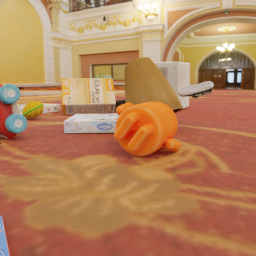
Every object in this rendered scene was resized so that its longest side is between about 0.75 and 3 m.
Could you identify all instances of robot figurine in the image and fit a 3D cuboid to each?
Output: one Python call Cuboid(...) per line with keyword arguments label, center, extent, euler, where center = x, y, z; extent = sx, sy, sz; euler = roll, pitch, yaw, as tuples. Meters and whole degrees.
Cuboid(label="robot figurine", center=(0.424, -0.006, 5.758), extent=(1.271, 1.030, 1.767), euler=(2, 10, 26))

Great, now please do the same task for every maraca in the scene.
Cuboid(label="maraca", center=(-3.700, -0.636, 10.649), extent=(1.161, 0.621, 0.796), euler=(-25, 7, 20))

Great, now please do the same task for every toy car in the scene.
Cuboid(label="toy car", center=(-3.512, -0.315, 6.826), extent=(1.561, 1.381, 1.439), euler=(-16, 7, -35))

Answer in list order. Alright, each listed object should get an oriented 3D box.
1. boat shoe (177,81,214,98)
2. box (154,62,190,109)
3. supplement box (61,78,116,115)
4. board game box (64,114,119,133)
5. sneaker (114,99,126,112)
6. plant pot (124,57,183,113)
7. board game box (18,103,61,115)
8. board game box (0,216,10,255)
Cuboid(label="boat shoe", center=(2.114, -1.110, 8.713), extent=(1.174, 0.416, 0.423), euler=(-13, 35, -5))
Cuboid(label="box", center=(1.799, -2.187, 14.501), extent=(2.379, 2.391, 2.048), euler=(5, 13, 27))
Cuboid(label="supplement box", center=(-1.751, -1.404, 12.292), extent=(2.268, 1.429, 0.834), euler=(-3, -29, -11))
Cuboid(label="board game box", center=(-0.893, -0.169, 8.542), extent=(1.750, 0.381, 1.759), euler=(0, 10, 1))
Cuboid(label="sneaker", center=(-0.131, -1.086, 13.131), extent=(1.841, 0.694, 0.730), euler=(2, 8, 9))
Cuboid(label="plant pot", center=(0.561, -1.138, 8.524), extent=(1.691, 1.814, 1.691), euler=(-19, -6, -2))
Cuboid(label="board game box", center=(-4.367, -0.874, 12.740), extent=(1.374, 0.377, 2.177), euler=(8, 12, 34))
Cuboid(label="board game box", center=(-1.274, 1.025, 2.321), extent=(0.507, 0.096, 0.986), euler=(-6, 11, -27))
